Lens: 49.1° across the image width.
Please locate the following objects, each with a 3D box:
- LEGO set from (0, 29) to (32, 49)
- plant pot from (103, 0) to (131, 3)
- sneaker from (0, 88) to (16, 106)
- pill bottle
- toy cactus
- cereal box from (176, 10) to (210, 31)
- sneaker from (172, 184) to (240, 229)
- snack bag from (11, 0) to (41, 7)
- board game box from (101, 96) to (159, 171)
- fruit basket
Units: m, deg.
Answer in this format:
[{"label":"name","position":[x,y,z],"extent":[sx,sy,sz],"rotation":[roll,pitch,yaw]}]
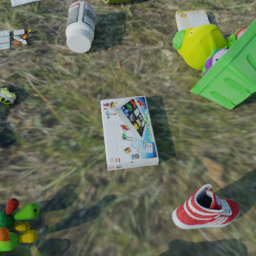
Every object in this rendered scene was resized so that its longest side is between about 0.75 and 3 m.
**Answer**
[{"label":"LEGO set","position":[-3.858,-3.123,9.559],"extent":[1.124,0.276,0.840],"rotation":[-10,62,-6]},{"label":"plant pot","position":[-0.070,-5.352,10.454],"extent":[1.511,1.414,1.414],"rotation":[-4,56,-21]},{"label":"sneaker","position":[-3.730,-1.011,8.179],"extent":[1.014,0.382,0.387],"rotation":[29,54,5]},{"label":"pill bottle","position":[-1.572,-3.329,9.298],"extent":[0.912,0.912,1.601],"rotation":[0,58,0]},{"label":"toy cactus","position":[-3.055,2.360,5.649],"extent":[2.074,1.285,2.514],"rotation":[25,69,26]},{"label":"cereal box","position":[2.299,-3.563,9.806],"extent":[1.070,0.294,1.488],"rotation":[-2,58,-1]},{"label":"sneaker","position":[1.833,1.591,5.737],"extent":[1.722,0.968,0.613],"rotation":[-1,49,-28]},{"label":"snack bag","position":[-3.923,-5.492,11.105],"extent":[1.723,0.184,1.625],"rotation":[-21,60,-13]},{"label":"board game box","position":[-0.002,0.076,7.451],"extent":[1.287,0.353,2.039],"rotation":[-6,58,-4]},{"label":"fruit basket","position":[2.712,-2.287,8.122],"extent":[2.989,2.156,2.989],"rotation":[5,68,-13]}]
